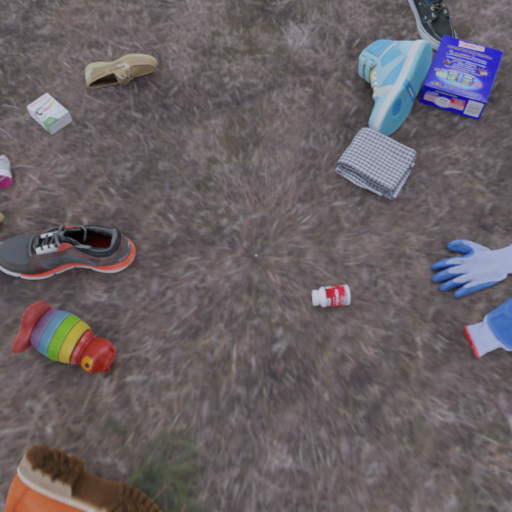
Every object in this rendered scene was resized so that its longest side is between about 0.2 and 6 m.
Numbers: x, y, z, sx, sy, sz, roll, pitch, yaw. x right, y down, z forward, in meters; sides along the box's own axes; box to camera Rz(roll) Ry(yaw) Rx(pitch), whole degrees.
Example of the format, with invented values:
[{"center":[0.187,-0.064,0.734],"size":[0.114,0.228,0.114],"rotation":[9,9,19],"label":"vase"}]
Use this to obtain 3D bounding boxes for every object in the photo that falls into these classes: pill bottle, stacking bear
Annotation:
[{"center":[1.381,0.751,10.358],"size":[0.664,0.373,0.373],"rotation":[-5,63,-2],"label":"pill bottle"},{"center":[-3.214,1.503,9.727],"size":[1.583,0.900,0.961],"rotation":[26,109,2],"label":"stacking bear"}]

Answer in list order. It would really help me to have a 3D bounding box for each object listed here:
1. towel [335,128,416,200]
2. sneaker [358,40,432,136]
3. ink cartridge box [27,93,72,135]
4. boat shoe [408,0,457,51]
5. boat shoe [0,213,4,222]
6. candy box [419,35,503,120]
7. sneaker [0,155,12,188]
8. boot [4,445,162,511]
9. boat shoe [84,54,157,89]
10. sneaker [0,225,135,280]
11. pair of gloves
[{"center":[2.502,-1.927,11.595],"size":[1.385,0.593,1.147],"rotation":[30,68,14],"label":"towel"},{"center":[2.750,-3.783,12.466],"size":[1.540,0.938,2.359],"rotation":[24,78,33],"label":"sneaker"},{"center":[-4.559,-3.134,12.351],"size":[0.790,0.332,0.572],"rotation":[41,70,18],"label":"ink cartridge box"},{"center":[4.272,-5.908,13.584],"size":[0.773,0.638,2.253],"rotation":[-12,64,-6],"label":"boat shoe"},{"center":[-5.828,-1.115,11.239],"size":[1.853,0.664,0.706],"rotation":[39,55,10],"label":"boat shoe"},{"center":[4.622,-4.038,12.635],"size":[1.416,0.645,1.674],"rotation":[21,66,12],"label":"candy box"},{"center":[-5.753,-1.804,11.580],"size":[1.455,0.592,0.642],"rotation":[4,62,-8],"label":"sneaker"},{"center":[-2.495,4.120,8.364],"size":[2.736,1.027,1.467],"rotation":[29,93,1],"label":"boot"},{"center":[-3.056,-4.150,12.773],"size":[1.660,0.592,0.536],"rotation":[-11,71,3],"label":"boat shoe"},{"center":[-3.653,-0.259,10.472],"size":[2.631,1.077,1.014],"rotation":[-5,63,-2],"label":"sneaker"},{"center":[4.480,0.689,10.451],"size":[1.983,0.281,2.466],"rotation":[-16,65,-8],"label":"pair of gloves"}]
